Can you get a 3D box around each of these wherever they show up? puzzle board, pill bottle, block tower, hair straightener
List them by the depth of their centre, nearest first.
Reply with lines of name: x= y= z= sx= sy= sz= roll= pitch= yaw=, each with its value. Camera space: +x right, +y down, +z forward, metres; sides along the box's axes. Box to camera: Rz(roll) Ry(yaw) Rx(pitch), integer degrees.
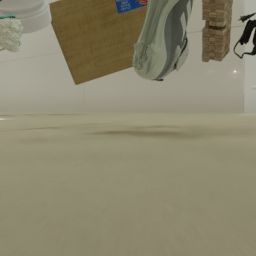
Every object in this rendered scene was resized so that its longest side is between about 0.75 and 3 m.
pill bottle: x=-1.889 y=-2.604 z=4.438 sx=1.097 sy=1.927 sz=1.097 roll=-1 pitch=46 yaw=1
puzzle board: x=-0.384 y=-2.521 z=7.293 sx=2.858 sy=2.154 sz=0.249 roll=-19 pitch=35 yaw=-4
hair straightener: x=3.434 y=-2.940 z=7.582 sx=1.032 sy=0.549 sz=2.681 roll=-1 pitch=-33 yaw=-2
block tower: x=2.411 y=-2.906 z=7.588 sx=0.667 sy=2.306 sz=0.623 roll=21 pitch=54 yaw=30

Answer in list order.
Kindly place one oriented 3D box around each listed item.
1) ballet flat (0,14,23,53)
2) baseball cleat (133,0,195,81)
ballet flat: x=-2.258 y=-1.173 z=3.666 sx=1.720 sy=0.617 sz=0.617 roll=-3 pitch=4 yaw=-6
baseball cleat: x=0.913 y=-2.251 z=5.715 sx=0.924 sy=2.650 sz=1.410 roll=36 pitch=22 yaw=31
